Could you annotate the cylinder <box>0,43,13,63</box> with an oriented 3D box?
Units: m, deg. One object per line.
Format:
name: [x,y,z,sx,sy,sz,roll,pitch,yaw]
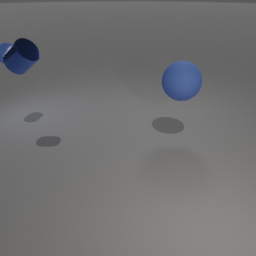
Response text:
cylinder: [-4.068,-2.570,9.766,0.700,0.700,0.700,4,10,8]

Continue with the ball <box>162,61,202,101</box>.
ball: [1.894,-1.653,9.872,1.400,1.400,1.400,0,28,0]

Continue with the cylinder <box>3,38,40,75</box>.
cylinder: [-2.803,-1.880,7.387,0.700,0.700,0.700,-29,9,36]
